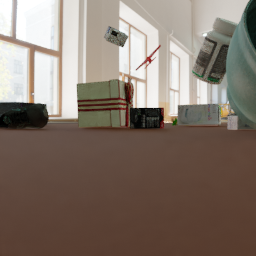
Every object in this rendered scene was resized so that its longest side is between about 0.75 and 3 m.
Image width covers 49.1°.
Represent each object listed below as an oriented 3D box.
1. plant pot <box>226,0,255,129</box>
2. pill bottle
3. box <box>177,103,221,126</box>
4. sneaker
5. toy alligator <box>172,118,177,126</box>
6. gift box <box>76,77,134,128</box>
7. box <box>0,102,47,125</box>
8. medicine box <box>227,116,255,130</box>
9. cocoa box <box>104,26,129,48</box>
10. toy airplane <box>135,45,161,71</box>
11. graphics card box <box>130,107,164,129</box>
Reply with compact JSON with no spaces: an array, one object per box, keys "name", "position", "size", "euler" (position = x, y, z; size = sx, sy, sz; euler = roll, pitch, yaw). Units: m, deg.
[{"name":"plant pot","position":[3.223,-1.055,5.644],"size":[2.899,2.899,1.942],"euler":[0,-28,-10]},{"name":"pill bottle","position":[3.311,-2.827,10.388],"size":[1.241,2.194,1.241],"euler":[14,29,-8]},{"name":"box","position":[3.687,-0.624,14.293],"size":[1.976,1.083,2.240],"euler":[-1,0,22]},{"name":"sneaker","position":[-3.584,-0.290,9.519],"size":[2.294,0.865,0.909],"euler":[-10,5,38]},{"name":"toy alligator","position":[2.733,-0.434,15.313],"size":[0.297,1.003,0.272],"euler":[28,-24,34]},{"name":"gift box","position":[-0.680,-0.990,11.092],"size":[2.002,1.978,2.144],"euler":[-1,7,19]},{"name":"box","position":[-5.193,-0.680,13.968],"size":[1.341,1.164,2.194],"euler":[1,2,18]},{"name":"medicine box","position":[3.566,-0.157,8.593],"size":[0.754,0.426,0.828],"euler":[0,2,-1]},{"name":"cocoa box","position":[-0.555,-4.212,12.942],"size":[0.908,0.606,0.596],"euler":[14,26,-28]},{"name":"toy airplane","position":[1.043,-3.321,13.601],"size":[0.326,1.775,1.775],"euler":[44,-7,-10]},{"name":"graphics card box","position":[0.645,-0.343,9.642],"size":[1.178,0.739,0.300],"euler":[-1,6,-5]}]
